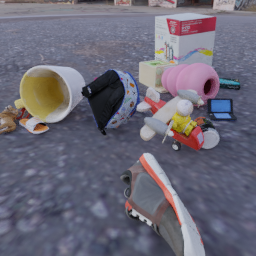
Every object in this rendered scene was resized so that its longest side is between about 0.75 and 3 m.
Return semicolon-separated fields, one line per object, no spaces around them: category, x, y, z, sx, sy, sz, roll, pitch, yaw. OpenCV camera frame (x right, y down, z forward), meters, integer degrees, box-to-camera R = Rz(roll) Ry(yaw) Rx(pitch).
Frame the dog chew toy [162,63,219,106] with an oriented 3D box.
dog chew toy;2.314;-1.825;11.177;1.628;1.628;2.615;-16;24;-28

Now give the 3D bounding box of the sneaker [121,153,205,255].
sneaker;0.532;1.621;5.423;1.081;1.017;2.639;-32;33;3

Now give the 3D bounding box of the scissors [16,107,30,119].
scissors;-3.680;-0.822;10.237;0.544;0.103;1.486;-4;45;12

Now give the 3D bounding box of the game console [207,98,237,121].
game console;3.328;-0.658;9.920;0.931;0.551;0.795;0;26;1

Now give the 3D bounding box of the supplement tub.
supplement tub;2.282;0.108;8.342;0.634;0.634;1.035;1;27;1

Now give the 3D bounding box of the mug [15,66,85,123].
mug;-2.699;-1.441;10.130;2.386;1.911;1.958;16;22;10

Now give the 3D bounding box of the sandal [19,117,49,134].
sandal;-3.148;-0.173;9.156;1.332;0.382;0.510;19;33;33

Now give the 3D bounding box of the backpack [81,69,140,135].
backpack;-0.396;-0.936;8.779;1.372;1.696;1.780;-10;64;-40

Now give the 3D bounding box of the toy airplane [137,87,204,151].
toy airplane;1.225;-0.428;7.665;1.932;1.369;1.941;10;62;-19

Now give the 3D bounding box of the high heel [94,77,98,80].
high heel;-1.164;-2.312;13.386;0.970;0.327;0.465;-8;36;12

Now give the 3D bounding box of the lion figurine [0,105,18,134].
lion figurine;-3.965;-0.184;9.183;0.885;0.524;1.446;-7;41;-30

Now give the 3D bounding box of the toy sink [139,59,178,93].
toy sink;1.510;-2.448;12.824;1.233;1.060;1.892;-14;30;-25

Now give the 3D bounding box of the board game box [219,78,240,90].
board game box;4.429;-2.110;13.103;1.512;0.213;1.023;8;29;14

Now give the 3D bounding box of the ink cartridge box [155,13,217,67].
ink cartridge box;2.698;-3.911;13.670;2.108;2.915;2.118;-16;31;-22
